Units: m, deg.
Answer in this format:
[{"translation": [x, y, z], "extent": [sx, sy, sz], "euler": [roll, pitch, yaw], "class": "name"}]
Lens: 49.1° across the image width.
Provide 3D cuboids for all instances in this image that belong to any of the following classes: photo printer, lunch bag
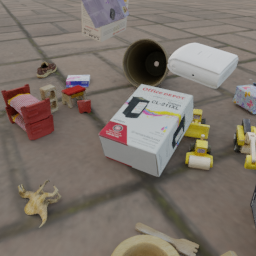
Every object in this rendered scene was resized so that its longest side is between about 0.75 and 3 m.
[{"translation": [2.036, -1.824, 7.840], "extent": [1.651, 0.573, 1.373], "euler": [28, 48, 27], "class": "photo printer"}, {"translation": [4.394, -1.054, 9.519], "extent": [1.210, 0.769, 1.026], "euler": [-8, 33, -23], "class": "lunch bag"}]

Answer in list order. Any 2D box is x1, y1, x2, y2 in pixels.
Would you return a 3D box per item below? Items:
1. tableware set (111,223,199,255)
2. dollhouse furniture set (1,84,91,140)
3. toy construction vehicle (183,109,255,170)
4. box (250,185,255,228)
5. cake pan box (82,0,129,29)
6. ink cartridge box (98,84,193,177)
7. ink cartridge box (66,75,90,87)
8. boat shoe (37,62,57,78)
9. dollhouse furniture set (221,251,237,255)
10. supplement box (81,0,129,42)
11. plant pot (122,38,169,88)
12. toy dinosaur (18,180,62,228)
[{"translation": [1.015, 2.385, 4.070], "extent": [2.972, 0.596, 1.964], "euler": [15, 34, 22], "class": "tableware set"}, {"translation": [-2.279, -0.825, 8.785], "extent": [2.734, 1.112, 1.471], "euler": [-27, 41, -36], "class": "dollhouse furniture set"}, {"translation": [2.424, 0.197, 7.420], "extent": [1.996, 0.807, 2.293], "euler": [9, 33, 15], "class": "toy construction vehicle"}, {"translation": [3.206, 1.692, 4.861], "extent": [1.718, 0.894, 1.564], "euler": [7, 29, 10], "class": "box"}, {"translation": [-0.560, -2.730, 5.983], "extent": [0.917, 0.996, 0.261], "euler": [-5, 35, 40], "class": "cake pan box"}, {"translation": [0.541, -0.056, 7.254], "extent": [1.605, 0.912, 2.202], "euler": [17, 51, 27], "class": "ink cartridge box"}, {"translation": [-2.040, -1.933, 11.467], "extent": [0.921, 0.203, 0.938], "euler": [-1, 30, -3], "class": "ink cartridge box"}, {"translation": [-3.590, -2.678, 12.361], "extent": [0.516, 0.515, 1.430], "euler": [9, 33, 14], "class": "boat shoe"}, {"translation": [1.702, 2.511, 3.677], "extent": [1.668, 1.359, 1.587], "euler": [-37, 53, 11], "class": "dollhouse furniture set"}, {"translation": [-0.690, -4.063, 8.679], "extent": [0.854, 2.323, 1.464], "euler": [27, 44, 22], "class": "supplement box"}, {"translation": [0.935, -2.560, 11.250], "extent": [1.861, 1.861, 1.615], "euler": [14, 17, 21], "class": "plant pot"}, {"translation": [-1.759, 1.538, 5.772], "extent": [0.758, 0.436, 1.498], "euler": [-37, 37, -23], "class": "toy dinosaur"}]
